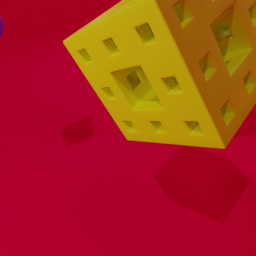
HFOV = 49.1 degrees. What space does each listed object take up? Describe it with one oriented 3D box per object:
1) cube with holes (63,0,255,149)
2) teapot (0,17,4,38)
[{"bbox_3d":[0.460,-0.740,2.768,1.279,1.279,1.279,2,41,52],"label":"cube with holes"},{"bbox_3d":[-2.359,-1.657,4.268,0.836,0.659,1.345,15,60,5],"label":"teapot"}]
